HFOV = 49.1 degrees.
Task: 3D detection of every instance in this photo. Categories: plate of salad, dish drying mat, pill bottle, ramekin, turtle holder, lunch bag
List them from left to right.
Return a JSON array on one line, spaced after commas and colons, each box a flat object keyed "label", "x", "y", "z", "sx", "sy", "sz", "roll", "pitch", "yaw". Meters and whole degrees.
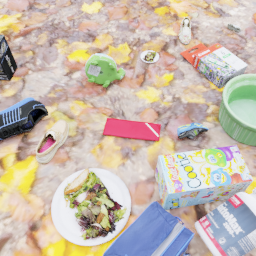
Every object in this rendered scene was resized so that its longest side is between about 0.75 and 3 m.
[{"label": "plate of salad", "x": -1.247, "y": 2.515, "z": 9.451, "sx": 2.708, "sy": 0.650, "sz": 2.708, "roll": 0, "pitch": 54, "yaw": -1}, {"label": "turtle holder", "x": -1.044, "y": -2.770, "z": 12.799, "sx": 1.791, "sy": 1.361, "sz": 1.272, "roll": -7, "pitch": 39, "yaw": 1}, {"label": "dish drying mat", "x": 0.176, "y": 0.041, "z": 11.476, "sx": 2.300, "sy": 0.209, "sz": 0.883, "roll": 7, "pitch": 56, "yaw": 5}, {"label": "plate of salad", "x": 1.103, "y": -3.625, "z": 14.080, "sx": 0.937, "sy": 0.225, "sz": 0.937, "roll": 0, "pitch": 55, "yaw": -1}, {"label": "lunch bag", "x": 0.709, "y": 3.557, "z": 8.010, "sx": 1.735, "sy": 1.782, "sz": 2.623, "roll": 39, "pitch": 61, "yaw": 23}, {"label": "pill bottle", "x": 3.261, "y": 2.688, "z": 8.015, "sx": 2.361, "sy": 1.412, "sz": 1.412, "roll": -37, "pitch": 60, "yaw": 3}, {"label": "ramekin", "x": 5.083, "y": -0.671, "z": 11.242, "sx": 2.877, "sy": 1.405, "sz": 2.877, "roll": 0, "pitch": 55, "yaw": 0}]

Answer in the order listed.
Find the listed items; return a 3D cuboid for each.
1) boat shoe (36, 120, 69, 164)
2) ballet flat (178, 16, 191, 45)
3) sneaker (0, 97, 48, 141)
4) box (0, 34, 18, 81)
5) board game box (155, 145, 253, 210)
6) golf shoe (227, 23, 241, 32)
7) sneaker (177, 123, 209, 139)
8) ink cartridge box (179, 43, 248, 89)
[{"label": "boat shoe", "x": -2.927, "y": 0.407, "z": 10.911, "sx": 0.749, "sy": 0.703, "sz": 2.032, "roll": 15, "pitch": 56, "yaw": 10}, {"label": "ballet flat", "x": 3.070, "y": -5.285, "z": 15.032, "sx": 0.714, "sy": 0.603, "sz": 1.888, "roll": 3, "pitch": 55, "yaw": 3}, {"label": "sneaker", "x": -4.526, "y": -0.177, "z": 11.145, "sx": 1.114, "sy": 1.003, "sz": 2.860, "roll": 30, "pitch": 58, "yaw": 29}, {"label": "box", "x": -6.605, "y": -3.283, "z": 12.785, "sx": 2.354, "sy": 1.928, "sz": 1.014, "roll": 7, "pitch": 55, "yaw": 5}, {"label": "board game box", "x": 2.453, "y": 1.680, "z": 9.543, "sx": 2.740, "sy": 1.437, "sz": 1.411, "roll": -7, "pitch": 54, "yaw": -6}, {"label": "golf shoe", "x": 5.870, "y": -5.554, "z": 15.467, "sx": 0.780, "sy": 0.305, "sz": 0.379, "roll": 34, "pitch": 44, "yaw": 15}, {"label": "sneaker", "x": 2.557, "y": 0.143, "z": 11.138, "sx": 1.390, "sy": 0.576, "sz": 0.493, "roll": -10, "pitch": 25, "yaw": -20}, {"label": "ink cartridge box", "x": 4.052, "y": -3.317, "z": 13.529, "sx": 1.588, "sy": 0.734, "sz": 2.915, "roll": -29, "pitch": 61, "yaw": -19}]
